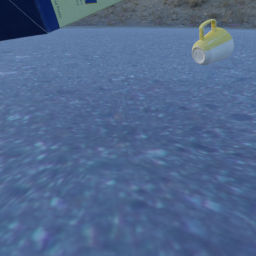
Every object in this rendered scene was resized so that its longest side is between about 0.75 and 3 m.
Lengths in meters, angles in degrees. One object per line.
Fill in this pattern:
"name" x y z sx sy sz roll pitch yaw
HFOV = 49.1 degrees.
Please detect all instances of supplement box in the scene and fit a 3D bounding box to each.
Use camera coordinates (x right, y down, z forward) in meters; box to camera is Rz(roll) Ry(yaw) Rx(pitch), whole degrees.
"supplement box" -1.620 -2.792 4.999 2.541 1.706 2.539 7 37 36

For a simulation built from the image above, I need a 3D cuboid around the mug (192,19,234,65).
"mug" 2.272 -2.337 7.977 0.939 1.144 0.916 -31 0 -22
